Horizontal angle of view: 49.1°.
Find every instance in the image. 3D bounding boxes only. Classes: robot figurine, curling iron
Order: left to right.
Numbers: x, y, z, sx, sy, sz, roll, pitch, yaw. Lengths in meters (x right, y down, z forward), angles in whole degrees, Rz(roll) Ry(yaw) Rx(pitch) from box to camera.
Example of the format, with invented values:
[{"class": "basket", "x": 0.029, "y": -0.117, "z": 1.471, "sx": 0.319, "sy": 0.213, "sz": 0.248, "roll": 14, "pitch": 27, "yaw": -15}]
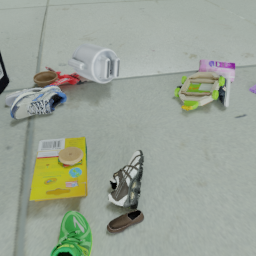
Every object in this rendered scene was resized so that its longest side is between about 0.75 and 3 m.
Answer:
[{"class": "robot figurine", "x": -1.508, "y": -2.926, "z": 12.595, "sx": 2.308, "sy": 1.537, "sz": 2.722, "roll": -11, "pitch": 27, "yaw": -40}, {"class": "curling iron", "x": 3.389, "y": -2.017, "z": 12.892, "sx": 2.334, "sy": 0.579, "sz": 0.298, "roll": -9, "pitch": 24, "yaw": 0}]

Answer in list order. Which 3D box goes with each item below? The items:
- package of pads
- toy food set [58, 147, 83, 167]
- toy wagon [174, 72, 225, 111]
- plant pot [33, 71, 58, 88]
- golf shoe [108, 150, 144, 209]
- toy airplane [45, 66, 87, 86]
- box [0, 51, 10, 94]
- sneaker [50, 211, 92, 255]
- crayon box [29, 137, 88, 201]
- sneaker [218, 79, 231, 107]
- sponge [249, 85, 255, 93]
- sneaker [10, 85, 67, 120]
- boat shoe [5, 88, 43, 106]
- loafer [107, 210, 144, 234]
[{"class": "package of pads", "x": 4.354, "y": -2.848, "z": 13.785, "sx": 1.761, "sy": 0.666, "sz": 1.061, "roll": 9, "pitch": 42, "yaw": 11}, {"class": "toy food set", "x": -1.743, "y": 0.860, "z": 8.511, "sx": 0.771, "sy": 0.187, "sz": 0.763, "roll": -6, "pitch": 39, "yaw": -8}, {"class": "toy wagon", "x": 2.939, "y": -1.532, "z": 11.952, "sx": 1.866, "sy": 0.476, "sz": 2.406, "roll": 9, "pitch": 54, "yaw": 36}, {"class": "plant pot", "x": -3.821, "y": -2.197, "z": 13.097, "sx": 1.097, "sy": 0.507, "sz": 1.097, "roll": -1, "pitch": 38, "yaw": 0}, {"class": "golf shoe", "x": -0.035, "y": 1.389, "z": 8.367, "sx": 0.987, "sy": 0.812, "sz": 2.089, "roll": 6, "pitch": 38, "yaw": 7}, {"class": "toy airplane", "x": -3.090, "y": -2.433, "z": 13.423, "sx": 2.487, "sy": 0.457, "sz": 2.487, "roll": 1, "pitch": 35, "yaw": -1}, {"class": "box", "x": -7.133, "y": -2.621, "z": 12.275, "sx": 2.953, "sy": 2.185, "sz": 1.540, "roll": 3, "pitch": 38, "yaw": 2}, {"class": "sneaker", "x": -1.273, "y": 2.827, "z": 6.426, "sx": 0.848, "sy": 0.957, "sz": 2.289, "roll": -4, "pitch": 38, "yaw": -4}, {"class": "crayon box", "x": -2.041, "y": 1.322, "z": 8.575, "sx": 1.564, "sy": 0.626, "sz": 2.464, "roll": -4, "pitch": 38, "yaw": -5}, {"class": "sneaker", "x": 4.080, "y": -1.514, "z": 12.143, "sx": 0.663, "sy": 0.655, "sz": 1.670, "roll": 2, "pitch": 42, "yaw": 20}, {"class": "sponge", "x": 6.074, "y": -1.658, "z": 12.708, "sx": 0.542, "sy": 0.145, "sz": 0.971, "roll": -26, "pitch": 46, "yaw": -29}, {"class": "sneaker", "x": -3.518, "y": -0.998, "z": 11.281, "sx": 1.041, "sy": 0.941, "sz": 2.443, "roll": 30, "pitch": 48, "yaw": 28}, {"class": "boat shoe", "x": -4.396, "y": -1.443, "z": 12.107, "sx": 1.768, "sy": 0.627, "sz": 0.617, "roll": -18, "pitch": 44, "yaw": -11}, {"class": "loafer", "x": -0.073, "y": 2.412, "z": 7.410, "sx": 1.072, "sy": 0.380, "sz": 0.391, "roll": -19, "pitch": 42, "yaw": -22}]
